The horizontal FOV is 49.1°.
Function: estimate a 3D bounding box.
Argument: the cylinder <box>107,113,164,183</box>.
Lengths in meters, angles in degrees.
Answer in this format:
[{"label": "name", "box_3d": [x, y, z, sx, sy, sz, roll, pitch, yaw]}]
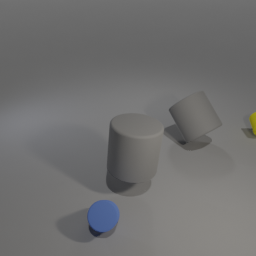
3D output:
[{"label": "cylinder", "box_3d": [0.168, 0.509, 7.502, 1.400, 1.400, 1.400, 5, 27, -2]}]

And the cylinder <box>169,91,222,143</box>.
[{"label": "cylinder", "box_3d": [2.382, -0.389, 9.956, 1.400, 1.400, 1.400, -27, -8, -4]}]

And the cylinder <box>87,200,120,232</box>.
[{"label": "cylinder", "box_3d": [-0.566, 2.072, 6.656, 0.700, 0.700, 0.700, 1, -14, 2]}]

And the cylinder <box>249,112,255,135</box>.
[{"label": "cylinder", "box_3d": [5.021, -0.168, 10.560, 0.700, 0.700, 0.700, 0, 52, 1]}]
